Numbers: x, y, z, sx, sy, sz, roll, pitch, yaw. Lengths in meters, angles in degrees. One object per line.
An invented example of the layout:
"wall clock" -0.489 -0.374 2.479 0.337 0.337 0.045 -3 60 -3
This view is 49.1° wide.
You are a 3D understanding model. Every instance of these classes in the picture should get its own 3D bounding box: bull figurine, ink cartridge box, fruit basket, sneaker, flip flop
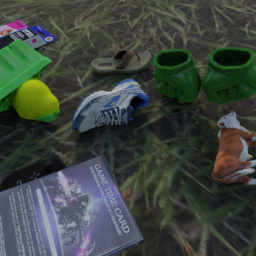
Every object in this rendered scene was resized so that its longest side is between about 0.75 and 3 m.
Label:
"bull figurine" 2.495 0.442 6.293 1.176 0.631 1.936 0 49 33
"ink cartridge box" -4.003 -2.938 9.464 2.888 0.536 1.368 -33 56 -28
"fruit basket" -2.791 -0.918 7.286 2.306 1.664 2.306 11 71 -35
"sneaker" -0.362 -0.478 7.071 2.233 0.860 0.951 -34 61 -26
"flip flop" -0.195 -2.110 8.666 1.915 0.551 0.776 -6 49 -6

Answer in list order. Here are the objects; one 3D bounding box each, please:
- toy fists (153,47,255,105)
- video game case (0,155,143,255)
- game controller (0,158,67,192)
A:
"toy fists" 1.918 -1.235 7.190 2.675 1.364 0.920 5 60 27
"video game case" -1.352 1.655 4.871 2.694 0.256 1.925 -19 49 -15
"game controller" -1.580 1.806 5.217 1.433 0.578 2.747 -17 50 -15
